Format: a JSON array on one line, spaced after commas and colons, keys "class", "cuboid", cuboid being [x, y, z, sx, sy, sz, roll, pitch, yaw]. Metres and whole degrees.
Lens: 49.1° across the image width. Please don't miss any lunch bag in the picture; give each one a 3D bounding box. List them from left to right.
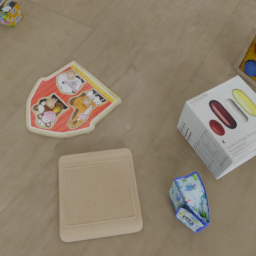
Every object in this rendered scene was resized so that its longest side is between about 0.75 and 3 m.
[{"class": "lunch bag", "cuboid": [1.598, 1.951, 7.126, 0.823, 1.098, 1.291, -18, 62, -10]}]

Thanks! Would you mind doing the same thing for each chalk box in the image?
[{"class": "chalk box", "cuboid": [-4.900, -4.593, 11.049, 1.151, 0.713, 0.718, 21, 64, 13]}]

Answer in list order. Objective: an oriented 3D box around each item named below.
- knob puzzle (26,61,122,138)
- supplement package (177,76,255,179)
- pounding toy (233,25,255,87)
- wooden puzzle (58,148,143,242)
[{"class": "knob puzzle", "cuboid": [-2.077, -0.863, 9.098, 3.108, 0.431, 3.108, 0, 61, 0]}, {"class": "supplement package", "cuboid": [2.847, -0.025, 8.009, 1.928, 1.483, 2.017, -27, 66, -14]}, {"class": "pounding toy", "cuboid": [4.767, -2.014, 8.684, 1.751, 2.267, 2.462, -32, 65, -17]}, {"class": "wooden puzzle", "cuboid": [-0.800, 1.774, 7.663, 2.115, 0.426, 2.286, -7, 65, -4]}]
